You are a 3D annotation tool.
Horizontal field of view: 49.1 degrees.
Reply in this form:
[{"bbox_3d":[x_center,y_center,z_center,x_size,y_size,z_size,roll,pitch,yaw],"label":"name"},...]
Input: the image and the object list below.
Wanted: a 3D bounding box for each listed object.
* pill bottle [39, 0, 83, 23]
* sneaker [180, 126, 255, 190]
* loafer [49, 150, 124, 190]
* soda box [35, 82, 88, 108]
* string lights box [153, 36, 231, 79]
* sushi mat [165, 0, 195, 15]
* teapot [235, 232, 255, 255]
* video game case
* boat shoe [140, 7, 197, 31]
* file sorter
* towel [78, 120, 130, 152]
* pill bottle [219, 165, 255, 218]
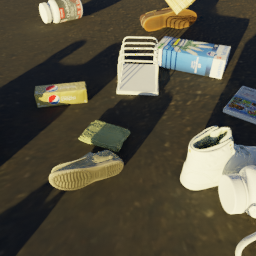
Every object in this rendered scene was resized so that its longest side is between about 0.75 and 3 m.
[{"bbox_3d":[-3.521,-6.228,14.786,2.035,1.179,1.179,-25,46,-27],"label":"pill bottle"},{"bbox_3d":[2.370,0.559,6.351,2.344,1.355,0.864,-13,39,-18],"label":"sneaker"},{"bbox_3d":[-0.975,0.936,6.488,1.734,0.656,0.592,-8,38,-25],"label":"loafer"},{"bbox_3d":[-2.129,-1.082,9.011,1.602,0.513,0.543,-7,40,-8],"label":"soda box"},{"bbox_3d":[2.460,-2.772,10.852,2.647,0.780,1.360,15,42,18],"label":"string lights box"},{"bbox_3d":[1.221,-4.861,8.704,1.178,2.463,0.149,-41,6,11],"label":"sushi mat"},{"bbox_3d":[2.842,2.146,4.659,1.488,1.101,1.507,5,10,-43],"label":"teapot"},{"bbox_3d":[3.925,-0.748,8.887,1.226,0.154,1.713,26,46,27],"label":"video game case"},{"bbox_3d":[2.006,-5.605,14.159,2.821,0.993,0.992,-8,43,-9],"label":"boat shoe"},{"bbox_3d":[0.382,-2.217,9.821,1.403,1.259,2.022,2,40,4],"label":"file sorter"},{"bbox_3d":[-0.633,0.199,7.673,1.232,0.225,0.914,14,40,18],"label":"towel"},{"bbox_3d":[2.914,1.265,5.702,1.903,1.057,1.057,-4,39,-5],"label":"pill bottle"}]
